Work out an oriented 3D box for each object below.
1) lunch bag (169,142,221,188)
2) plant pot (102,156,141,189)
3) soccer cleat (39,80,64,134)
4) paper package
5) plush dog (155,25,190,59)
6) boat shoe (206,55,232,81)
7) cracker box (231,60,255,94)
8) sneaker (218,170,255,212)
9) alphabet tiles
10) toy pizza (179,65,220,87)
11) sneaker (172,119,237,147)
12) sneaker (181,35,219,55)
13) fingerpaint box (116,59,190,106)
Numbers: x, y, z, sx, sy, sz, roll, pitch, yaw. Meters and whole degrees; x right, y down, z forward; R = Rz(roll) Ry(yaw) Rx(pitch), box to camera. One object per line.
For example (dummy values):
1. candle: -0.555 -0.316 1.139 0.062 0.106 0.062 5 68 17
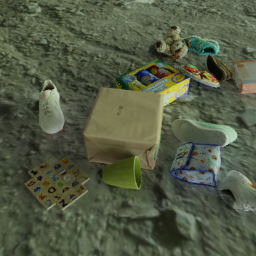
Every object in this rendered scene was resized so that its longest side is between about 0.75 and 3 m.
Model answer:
1. lunch bag: 2.336 1.207 9.762 1.576 0.976 1.340 4 43 27
2. plant pot: -0.230 1.536 9.445 1.167 1.092 1.092 -6 43 13
3. soccer cleat: -3.223 -0.886 11.445 1.003 1.122 2.894 -14 40 -7
4. paper package: -0.092 -0.095 10.687 2.717 1.475 2.850 6 44 7
5. plush dog: 2.577 -4.497 15.586 1.532 1.431 1.783 41 85 17
6. boat shoe: 4.667 -3.056 14.355 0.688 0.705 1.864 -7 51 -17
7. cracker box: 6.015 -2.542 13.757 1.356 0.584 2.025 -3 43 5
8. sneaker: 3.863 2.352 8.763 1.052 0.866 2.287 -36 47 -22
9. alphabet tiles: -2.457 1.846 9.713 1.749 0.067 2.102 -35 54 -30
10. toy pizza: 3.439 -2.567 13.373 2.142 0.339 2.142 19 24 -9
11. sneaker: 3.005 0.189 11.016 2.428 0.893 1.432 18 16 40
12. sneaker: 4.008 -4.611 15.807 2.237 0.867 0.891 8 53 7
13. fingerpaint box: 1.127 -1.990 12.986 2.647 0.971 2.209 -29 51 -26
